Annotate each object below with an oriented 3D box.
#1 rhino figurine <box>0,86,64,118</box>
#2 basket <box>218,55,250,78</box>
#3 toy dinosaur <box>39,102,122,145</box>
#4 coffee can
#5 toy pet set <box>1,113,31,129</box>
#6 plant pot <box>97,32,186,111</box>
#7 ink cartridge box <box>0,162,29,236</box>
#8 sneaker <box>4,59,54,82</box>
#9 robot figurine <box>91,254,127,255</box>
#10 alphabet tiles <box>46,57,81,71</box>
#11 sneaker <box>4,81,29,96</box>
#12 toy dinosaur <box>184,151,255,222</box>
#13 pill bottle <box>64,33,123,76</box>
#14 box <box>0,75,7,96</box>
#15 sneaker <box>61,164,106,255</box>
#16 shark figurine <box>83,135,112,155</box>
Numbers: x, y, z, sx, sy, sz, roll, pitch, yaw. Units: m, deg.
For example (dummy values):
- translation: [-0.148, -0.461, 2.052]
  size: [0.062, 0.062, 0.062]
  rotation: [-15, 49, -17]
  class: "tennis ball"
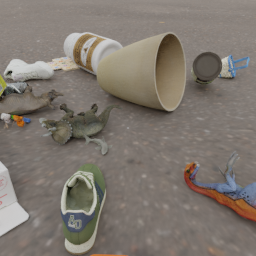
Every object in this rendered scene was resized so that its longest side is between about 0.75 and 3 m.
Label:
- translation: [-3.256, -0.846, 9.010]
  size: [2.411, 0.721, 1.054]
  rotation: [-10, 36, -13]
  class: "rhino figurine"
- translation: [4.365, -2.590, 11.628]
  size: [1.226, 0.853, 1.081]
  rotation: [-14, 21, 36]
  class: "basket"
- translation: [-1.294, -0.109, 7.942]
  size: [2.437, 0.938, 1.246]
  rotation: [-4, 46, -23]
  class: "toy dinosaur"
- translation: [2.847, -2.152, 10.284]
  size: [0.997, 0.997, 1.362]
  rotation: [6, 3, 10]
  class: "coffee can"
- translation: [-3.982, -0.063, 8.004]
  size: [1.671, 0.887, 1.560]
  rotation: [11, -3, 11]
  class: "toy pet set"
- translation: [0.314, -1.846, 9.461]
  size: [2.584, 2.420, 2.420]
  rotation: [6, 30, 33]
  class: "plant pot"
- translation: [-3.409, 1.142, 5.620]
  size: [1.606, 0.946, 2.790]
  rotation: [-28, 41, -37]
  class: "ink cartridge box"
- translation: [-4.022, -2.182, 11.370]
  size: [2.135, 0.799, 1.064]
  rotation: [7, 48, 16]
  class: "sneaker"
- translation: [-0.349, 2.337, 3.598]
  size: [1.863, 1.086, 1.340]
  rotation: [3, -9, 6]
  class: "robot figurine"
- translation: [-2.895, -2.996, 13.095]
  size: [1.622, 0.121, 1.659]
  rotation: [-19, 37, -27]
  class: "alphabet tiles"
- translation: [-3.892, -1.398, 10.110]
  size: [1.530, 0.574, 0.884]
  rotation: [25, 38, 36]
  class: "sneaker"
- translation: [2.061, 1.265, 5.506]
  size: [1.980, 1.146, 2.182]
  rotation: [-9, 40, 24]
  class: "toy dinosaur"
- translation: [-1.554, -3.228, 12.063]
  size: [1.578, 1.578, 2.759]
  rotation: [-24, 39, -34]
  class: "pill bottle"
- translation: [-5.007, -0.917, 8.524]
  size: [2.435, 0.610, 0.917]
  rotation: [-20, 31, 4]
  class: "box"
- translation: [-0.835, 1.208, 5.472]
  size: [0.734, 0.983, 2.190]
  rotation: [0, 32, 0]
  class: "sneaker"
- translation: [-0.767, 0.351, 7.484]
  size: [0.859, 0.359, 0.513]
  rotation: [28, 40, 34]
  class: "shark figurine"
